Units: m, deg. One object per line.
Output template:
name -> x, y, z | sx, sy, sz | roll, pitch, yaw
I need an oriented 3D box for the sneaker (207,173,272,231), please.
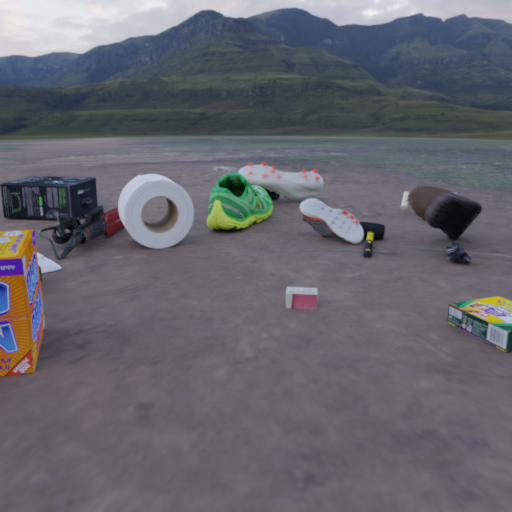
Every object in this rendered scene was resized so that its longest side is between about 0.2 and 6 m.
sneaker -> -0.338, -1.543, 14.781 | 1.187, 1.339, 3.205 | 4, 16, 16

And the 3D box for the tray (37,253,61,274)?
tray -> -5.099, 0.006, 11.239 | 1.408, 0.291, 2.623 | -12, 20, -40

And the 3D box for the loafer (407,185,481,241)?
loafer -> 4.151, -1.098, 12.373 | 0.976, 1.005, 2.751 | 45, 16, 30

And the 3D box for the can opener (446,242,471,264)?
can opener -> 4.088, -0.067, 11.557 | 0.367, 0.455, 1.157 | -37, 5, 14

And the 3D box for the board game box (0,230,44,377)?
board game box -> -3.540, 0.568, 7.005 | 1.468, 1.468, 1.469 | -4, 16, -15

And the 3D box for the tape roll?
tape roll -> -2.261, -1.015, 12.567 | 1.546, 1.546, 1.061 | -6, 17, -20

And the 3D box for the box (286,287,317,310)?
box -> 0.722, 0.672, 8.880 | 0.493, 0.269, 0.315 | 2, 16, 6

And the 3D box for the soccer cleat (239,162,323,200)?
soccer cleat -> 0.761, -2.250, 17.635 | 2.692, 1.044, 0.933 | 6, 42, -5

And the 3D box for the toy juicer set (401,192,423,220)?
toy juicer set -> 4.729, -1.267, 15.624 | 1.793, 0.488, 1.141 | 17, 40, 35

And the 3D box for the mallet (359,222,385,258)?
mallet -> 2.612, -0.323, 12.434 | 0.630, 0.393, 1.912 | 5, 21, 5

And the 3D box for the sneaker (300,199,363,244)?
sneaker -> 1.781, -0.714, 13.149 | 1.717, 0.703, 0.662 | 37, 63, 27

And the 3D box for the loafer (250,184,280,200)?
loafer -> -0.067, -2.123, 18.077 | 1.865, 0.665, 0.681 | -10, 16, -37

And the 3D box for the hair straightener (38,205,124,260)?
hair straightener -> -4.077, -0.565, 12.948 | 1.275, 0.678, 3.313 | 1, 20, 5

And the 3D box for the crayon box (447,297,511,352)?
crayon box -> 3.453, 0.923, 7.869 | 0.967, 0.327, 1.120 | -7, 17, -23

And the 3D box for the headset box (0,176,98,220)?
headset box -> -5.729, -1.671, 15.893 | 2.131, 0.989, 1.856 | 2, 15, 6

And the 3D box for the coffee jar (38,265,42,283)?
coffee jar -> -4.341, 0.349, 9.516 | 1.272, 0.543, 0.663 | 4, 17, 13
